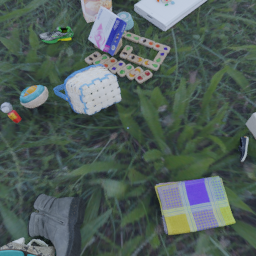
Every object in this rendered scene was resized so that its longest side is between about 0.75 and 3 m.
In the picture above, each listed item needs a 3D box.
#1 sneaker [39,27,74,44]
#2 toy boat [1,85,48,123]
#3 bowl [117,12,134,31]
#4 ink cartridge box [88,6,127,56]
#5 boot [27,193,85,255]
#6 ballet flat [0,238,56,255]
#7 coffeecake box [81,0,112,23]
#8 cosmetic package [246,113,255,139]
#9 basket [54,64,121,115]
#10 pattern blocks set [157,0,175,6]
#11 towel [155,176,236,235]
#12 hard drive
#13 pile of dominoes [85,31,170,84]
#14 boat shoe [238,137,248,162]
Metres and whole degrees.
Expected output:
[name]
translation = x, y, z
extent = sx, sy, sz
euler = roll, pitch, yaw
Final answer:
[sneaker]
translation = -2.815, -3.705, 10.943
extent = 1.319, 0.562, 0.515
euler = -14, 62, -7
[toy boat]
translation = -3.241, -0.877, 8.853
extent = 1.269, 0.701, 1.509
euler = 4, 47, 49
[bowl]
translation = -0.166, -4.409, 11.406
extent = 0.815, 0.427, 0.815
euler = 1, 61, -1
[ink cartridge box]
translation = -0.758, -3.428, 9.925
extent = 0.280, 1.267, 1.291
euler = -6, 42, -49
[boot]
translation = -1.981, 2.845, 7.401
extent = 1.437, 0.745, 2.200
euler = -2, 59, 11
[ballet flat]
translation = -2.608, 3.160, 7.297
extent = 1.481, 0.502, 0.558
euler = 9, 39, -1
[coffeecake box]
translation = -1.266, -5.069, 11.167
extent = 1.125, 1.466, 0.536
euler = -19, 63, -10
[cosmetic package]
translation = 4.683, 0.353, 8.637
extent = 1.016, 0.718, 1.963
euler = -17, 62, -9
[basket]
translation = -1.319, -1.278, 9.163
extent = 1.785, 1.408, 2.024
euler = -27, 38, -21
[pattern blocks set]
translation = 1.563, -5.449, 11.760
extent = 0.791, 0.073, 0.900
euler = -12, 62, -6
[towel]
translation = 1.861, 2.153, 7.929
extent = 2.030, 0.231, 1.458
euler = -6, 61, -3
[hard drive]
translation = 1.855, -5.361, 11.967
extent = 2.732, 0.359, 1.802
euler = -41, 69, -19
[pile of dominoes]
translation = -0.031, -2.894, 10.572
extent = 2.740, 0.436, 2.135
euler = 24, 64, 13
[boat shoe]
translation = 3.540, 0.644, 8.677
extent = 0.255, 0.305, 0.818
euler = 11, 75, 9
